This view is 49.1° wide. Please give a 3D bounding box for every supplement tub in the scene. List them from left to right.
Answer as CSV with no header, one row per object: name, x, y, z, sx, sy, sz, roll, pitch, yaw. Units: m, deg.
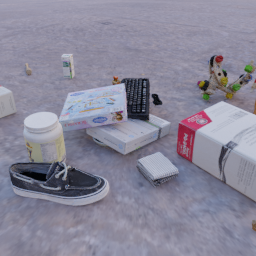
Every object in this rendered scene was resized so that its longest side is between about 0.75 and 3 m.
supplement tub,-2.352,0.380,7.944,1.047,1.444,1.047,0,32,0

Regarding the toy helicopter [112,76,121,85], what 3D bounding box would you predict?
toy helicopter,-0.241,-2.089,13.012,1.008,0.398,0.667,3,28,-10

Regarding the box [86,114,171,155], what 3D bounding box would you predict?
box,0.056,-0.001,9.268,1.756,0.464,2.253,26,32,36

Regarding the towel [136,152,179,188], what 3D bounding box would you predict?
towel,0.809,1.141,7.713,0.828,0.428,1.000,-15,33,-25

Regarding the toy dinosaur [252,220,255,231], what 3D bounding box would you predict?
toy dinosaur,3.532,2.258,5.991,1.626,0.491,0.864,12,58,28

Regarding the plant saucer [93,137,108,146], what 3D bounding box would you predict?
plant saucer,-0.720,0.394,9.058,0.834,0.209,0.834,5,26,-2

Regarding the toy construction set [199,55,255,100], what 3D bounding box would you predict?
toy construction set,4.120,-1.769,11.538,2.403,2.004,1.846,19,78,56

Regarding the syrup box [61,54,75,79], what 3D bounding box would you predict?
syrup box,-2.962,-3.056,13.852,0.439,1.116,0.454,5,32,7

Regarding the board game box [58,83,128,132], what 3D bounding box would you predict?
board game box,-1.083,-0.727,9.273,2.085,0.429,2.080,-9,32,4

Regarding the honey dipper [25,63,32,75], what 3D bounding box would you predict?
honey dipper,-5.326,-3.196,14.897,0.297,0.297,1.562,-11,31,-18

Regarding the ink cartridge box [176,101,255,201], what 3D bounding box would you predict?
ink cartridge box,3.172,0.533,7.902,2.125,1.220,2.926,-22,38,-32

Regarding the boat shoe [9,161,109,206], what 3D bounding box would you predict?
boat shoe,-1.748,1.258,7.037,2.538,0.860,0.910,6,35,9

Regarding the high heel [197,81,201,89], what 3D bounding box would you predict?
high heel,3.398,-2.146,13.070,0.271,0.386,0.804,3,32,4

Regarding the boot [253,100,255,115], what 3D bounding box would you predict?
boot,4.825,-0.828,9.948,0.670,1.406,1.817,7,32,12

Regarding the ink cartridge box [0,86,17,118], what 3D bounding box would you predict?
ink cartridge box,-5.615,-0.838,10.418,1.598,0.908,2.193,25,40,36

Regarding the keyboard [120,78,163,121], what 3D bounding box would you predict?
keyboard,0.445,-1.184,10.396,1.665,0.356,2.773,6,36,1
